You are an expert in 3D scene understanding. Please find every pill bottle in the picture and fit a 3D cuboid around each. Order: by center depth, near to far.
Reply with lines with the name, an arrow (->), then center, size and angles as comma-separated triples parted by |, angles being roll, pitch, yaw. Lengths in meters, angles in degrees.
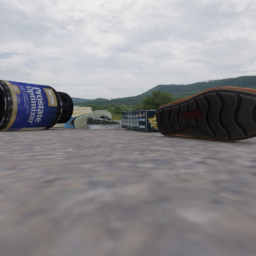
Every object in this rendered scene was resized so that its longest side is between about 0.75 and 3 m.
pill bottle -> -3.414, -0.753, 9.844 | 1.653, 1.653, 2.956 | 1, 3, 35

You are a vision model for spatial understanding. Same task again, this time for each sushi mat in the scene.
sushi mat -> -2.860, -0.527, 12.861 | 2.956, 0.179, 1.414 | -1, 46, -35

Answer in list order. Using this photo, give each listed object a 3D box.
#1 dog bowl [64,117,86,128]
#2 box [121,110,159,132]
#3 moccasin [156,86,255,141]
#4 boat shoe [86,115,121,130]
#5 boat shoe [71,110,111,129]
dog bowl -> -1.937, -0.252, 12.294 | 1.945, 0.482, 1.084 | -1, 2, -35
box -> 1.243, -0.269, 9.709 | 2.338, 0.677, 2.942 | -1, 2, -16
moccasin -> 1.739, -0.221, 5.559 | 1.104, 1.046, 2.860 | -11, -3, -28
boat shoe -> -0.837, -0.221, 10.493 | 0.595, 0.536, 1.682 | 2, 3, 40
boat shoe -> -1.438, -0.362, 11.048 | 1.669, 0.599, 0.564 | -15, 11, -32
